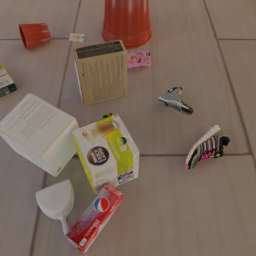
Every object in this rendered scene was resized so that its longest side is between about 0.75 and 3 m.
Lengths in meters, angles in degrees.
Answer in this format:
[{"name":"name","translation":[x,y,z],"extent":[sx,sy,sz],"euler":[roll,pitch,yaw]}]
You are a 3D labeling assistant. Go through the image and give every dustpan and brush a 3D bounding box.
[{"name":"dustpan and brush","translation":[-2.333,2.829,9.604],"extent":[1.306,0.535,1.871],"euler":[-21,50,-11]}]

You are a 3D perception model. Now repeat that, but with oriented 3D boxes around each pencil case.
[{"name":"pencil case","translation":[0.173,-3.315,13.858],"extent":[1.903,0.823,0.788],"euler":[-10,93,-7]}]

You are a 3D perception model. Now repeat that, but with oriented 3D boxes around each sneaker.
[{"name":"sneaker","translation":[3.102,0.868,10.746],"extent":[1.009,0.851,2.306],"euler":[38,63,23]},{"name":"sneaker","translation":[2.229,-1.296,12.128],"extent":[1.750,0.657,1.011],"euler":[28,77,35]}]

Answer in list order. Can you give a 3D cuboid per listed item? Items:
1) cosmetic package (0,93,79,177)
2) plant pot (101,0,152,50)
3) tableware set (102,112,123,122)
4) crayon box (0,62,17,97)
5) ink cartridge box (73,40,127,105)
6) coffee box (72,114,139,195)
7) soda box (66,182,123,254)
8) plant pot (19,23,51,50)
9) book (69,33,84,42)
[{"name":"cosmetic package","translation":[-3.180,0.279,10.452],"extent":[2.223,1.860,1.849],"euler":[28,64,18]},{"name":"plant pot","translation":[-0.079,-6.153,14.675],"extent":[2.863,2.785,2.863],"euler":[0,54,0]},{"name":"tableware set","translation":[-0.610,-0.218,11.902],"extent":[0.763,0.174,1.133],"euler":[-19,58,-12]},{"name":"crayon box","translation":[-6.334,-2.316,13.254],"extent":[1.344,0.551,2.137],"euler":[-29,60,-20]},{"name":"ink cartridge box","translation":[-1.129,-2.327,12.035],"extent":[2.090,2.537,0.953],"euler":[-12,54,-10]},{"name":"coffee box","translation":[-0.781,0.966,10.071],"extent":[1.784,1.804,1.802],"euler":[-21,57,-15]},{"name":"soda box","translation":[-1.043,2.938,9.276],"extent":[0.695,0.767,2.192],"euler":[29,59,19]},{"name":"plant pot","translation":[-4.865,-4.906,14.754],"extent":[1.332,1.370,1.370],"euler":[-20,56,-23]},{"name":"book","translation":[-2.823,-4.964,15.446],"extent":[0.763,0.183,0.510],"euler":[3,58,1]}]
